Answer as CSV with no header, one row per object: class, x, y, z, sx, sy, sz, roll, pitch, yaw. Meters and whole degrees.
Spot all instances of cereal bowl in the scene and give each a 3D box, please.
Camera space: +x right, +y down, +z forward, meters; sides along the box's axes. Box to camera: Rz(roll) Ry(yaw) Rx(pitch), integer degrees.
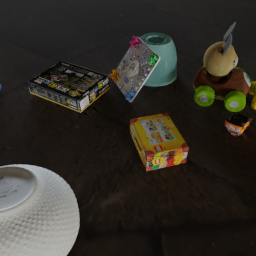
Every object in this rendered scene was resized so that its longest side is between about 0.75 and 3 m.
cereal bowl,-2.522,1.703,5.812,2.965,1.235,2.965,2,30,-1

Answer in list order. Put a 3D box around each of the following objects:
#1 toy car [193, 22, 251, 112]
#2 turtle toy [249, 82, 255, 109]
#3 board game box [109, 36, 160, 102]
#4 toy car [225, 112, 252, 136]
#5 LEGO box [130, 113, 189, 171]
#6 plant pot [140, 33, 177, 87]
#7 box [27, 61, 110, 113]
toy car,3.427,-2.242,9.725,2.002,2.538,2.084,12,43,13
turtle toy,5.379,-1.582,9.908,1.884,1.307,2.585,7,42,8
board game box,0.154,-2.226,10.347,0.248,1.914,1.913,17,28,-38
toy car,3.919,0.112,8.511,1.938,0.645,0.950,18,33,18
LEGO box,0.859,0.355,8.215,1.210,0.627,1.625,-10,42,-11
plant pot,1.050,-2.828,11.156,1.936,1.554,1.936,0,41,0
box,-2.187,-1.639,10.540,2.400,0.592,1.916,21,47,22
